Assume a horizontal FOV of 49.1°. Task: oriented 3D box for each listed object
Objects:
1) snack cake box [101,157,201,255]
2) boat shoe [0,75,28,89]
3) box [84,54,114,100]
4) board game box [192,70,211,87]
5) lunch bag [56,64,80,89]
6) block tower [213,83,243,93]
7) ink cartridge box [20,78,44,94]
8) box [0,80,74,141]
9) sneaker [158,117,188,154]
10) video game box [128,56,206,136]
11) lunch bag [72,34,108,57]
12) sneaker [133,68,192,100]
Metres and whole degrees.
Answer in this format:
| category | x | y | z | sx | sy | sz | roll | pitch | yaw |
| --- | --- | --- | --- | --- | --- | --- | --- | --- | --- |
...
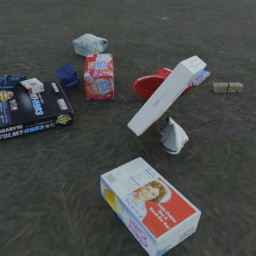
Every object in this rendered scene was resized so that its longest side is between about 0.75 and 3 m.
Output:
| category | x | y | z | sx | sy | sz | roll | pitch | yaw |
| --- | --- | --- | --- | --- | --- | --- | --- | --- | --- |
| snack cake box | 0.498 | 1.990 | 7.494 | 1.425 | 0.832 | 2.477 | -21 | 41 | -29 |
| boat shoe | -5.442 | -2.086 | 12.855 | 0.799 | 0.652 | 1.900 | -13 | 8 | 24 |
| box | -1.339 | -2.484 | 13.288 | 1.288 | 1.233 | 2.583 | -2 | 36 | -3 |
| board game box | 3.503 | -2.622 | 14.395 | 0.881 | 0.166 | 1.710 | 22 | 42 | 30 |
| lunch bag | -2.941 | -2.495 | 13.711 | 0.818 | 0.797 | 1.204 | -31 | 45 | -12 |
| block tower | 4.706 | -1.911 | 13.261 | 1.318 | 0.381 | 0.356 | 1 | 36 | -2 |
| ink cartridge box | -4.069 | -1.761 | 11.861 | 0.703 | 0.336 | 0.801 | -23 | 41 | -32 |
| box | -4.021 | -0.858 | 11.524 | 2.971 | 0.744 | 2.993 | -15 | 39 | -18 |
| sneaker | 1.632 | 0.299 | 9.425 | 0.975 | 0.834 | 2.239 | 32 | 21 | -7 |
| video game box | 1.407 | -1.181 | 9.796 | 0.652 | 2.787 | 2.539 | 42 | 29 | 3 |
| lunch bag | -2.239 | -5.061 | 17.021 | 1.456 | 1.042 | 1.709 | 26 | 49 | 32 |
| sneaker | 1.348 | -2.104 | 13.130 | 2.977 | 1.166 | 1.720 | -3 | 26 | -25 |
